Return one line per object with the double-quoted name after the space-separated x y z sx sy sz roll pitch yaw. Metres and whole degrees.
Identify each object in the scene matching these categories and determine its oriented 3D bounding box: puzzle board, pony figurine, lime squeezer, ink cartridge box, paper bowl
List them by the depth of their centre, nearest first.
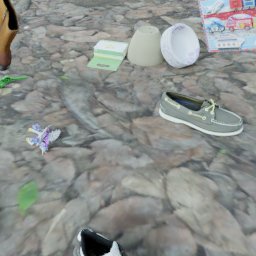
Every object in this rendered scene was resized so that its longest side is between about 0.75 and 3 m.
3.181 -2.979 7.999 2.255 1.700 0.196 11 46 42 "puzzle board"
-2.511 0.248 8.232 0.901 0.750 0.869 29 81 24 "pony figurine"
-4.624 -1.643 10.625 0.585 0.312 1.656 41 47 -2 "lime squeezer"
2.055 -3.338 11.565 1.706 1.706 0.887 -31 13 -30 "paper bowl"
-0.861 -3.217 12.223 1.370 0.452 1.883 11 41 12 "ink cartridge box"

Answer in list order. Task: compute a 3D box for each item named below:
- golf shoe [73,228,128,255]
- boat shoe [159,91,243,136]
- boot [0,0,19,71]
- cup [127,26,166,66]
-0.196 2.736 5.052 2.285 1.080 0.888 30 48 27 "golf shoe"
2.306 -0.508 8.872 2.701 0.807 0.965 17 44 18 "boat shoe"
-3.291 -2.644 6.928 0.675 1.971 1.855 -9 75 -32 "boot"
0.840 -3.632 12.063 1.741 1.245 1.741 0 42 0 "cup"
